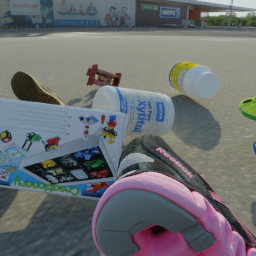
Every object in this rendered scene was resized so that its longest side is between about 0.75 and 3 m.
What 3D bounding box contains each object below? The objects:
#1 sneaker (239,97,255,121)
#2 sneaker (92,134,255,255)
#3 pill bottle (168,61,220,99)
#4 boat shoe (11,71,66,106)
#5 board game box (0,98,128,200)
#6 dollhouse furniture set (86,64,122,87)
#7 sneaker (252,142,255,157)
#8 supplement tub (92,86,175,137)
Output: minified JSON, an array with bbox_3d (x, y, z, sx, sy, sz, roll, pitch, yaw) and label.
[{"bbox_3d":[4.001,-0.121,7.602,2.372,0.991,0.878,16,40,-16],"label":"sneaker"},{"bbox_3d":[0.819,1.113,2.900,1.098,2.778,1.325,-34,24,17],"label":"sneaker"},{"bbox_3d":[2.719,-1.976,11.628,1.346,1.346,2.418,-6,22,-14],"label":"pill bottle"},{"bbox_3d":[-2.102,-0.733,6.642,1.712,0.610,0.552,39,6,20],"label":"boat shoe"},{"bbox_3d":[-1.364,0.380,5.202,2.559,1.616,0.443,7,-1,2],"label":"board game box"},{"bbox_3d":[-1.307,-2.206,12.769,1.242,0.939,2.308,16,2,-24],"label":"dollhouse furniture set"},{"bbox_3d":[3.253,0.310,6.751,0.396,0.983,0.720,1,-5,38],"label":"sneaker"},{"bbox_3d":[0.129,-0.413,7.734,2.002,1.321,1.321,2,18,-31],"label":"supplement tub"}]
